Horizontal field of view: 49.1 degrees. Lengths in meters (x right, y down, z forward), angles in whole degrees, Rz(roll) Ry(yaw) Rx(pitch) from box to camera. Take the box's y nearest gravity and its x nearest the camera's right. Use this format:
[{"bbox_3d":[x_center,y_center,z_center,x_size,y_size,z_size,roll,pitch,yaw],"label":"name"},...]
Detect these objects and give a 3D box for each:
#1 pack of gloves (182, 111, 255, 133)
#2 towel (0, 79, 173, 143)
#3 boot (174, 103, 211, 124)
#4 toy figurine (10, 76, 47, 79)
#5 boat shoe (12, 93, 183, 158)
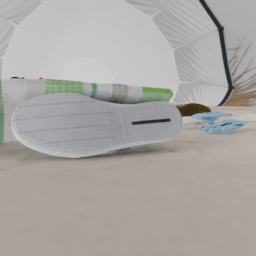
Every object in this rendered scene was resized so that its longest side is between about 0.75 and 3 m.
[{"bbox_3d":[2.292,-0.057,7.276,2.110,0.416,1.773,-12,16,-32],"label":"pack of gloves"},{"bbox_3d":[-0.851,-0.168,4.521,2.638,0.405,1.968,0,-18,-22],"label":"towel"},{"bbox_3d":[1.725,-0.507,9.655,1.906,0.687,1.474,-2,5,-9],"label":"boot"},{"bbox_3d":[-3.198,-0.922,9.280,1.573,1.549,1.094,-3,18,-22],"label":"toy figurine"},{"bbox_3d":[-0.375,0.058,3.897,2.290,0.826,0.812,2,-18,-20],"label":"boat shoe"}]
